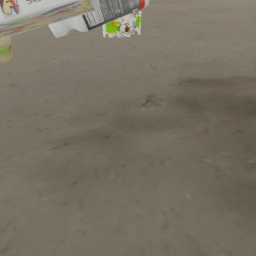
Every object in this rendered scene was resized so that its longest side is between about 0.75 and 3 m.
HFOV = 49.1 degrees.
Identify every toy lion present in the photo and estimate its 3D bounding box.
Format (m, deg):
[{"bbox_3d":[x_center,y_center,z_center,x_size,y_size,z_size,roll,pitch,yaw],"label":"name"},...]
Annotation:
[{"bbox_3d":[-4.141,-2.458,6.536,2.480,2.587,0.888,-11,-9,-21],"label":"toy lion"}]

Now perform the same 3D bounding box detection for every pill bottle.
[{"bbox_3d":[-0.922,-3.530,7.449,2.695,1.561,1.561,-21,34,2],"label":"pill bottle"}]

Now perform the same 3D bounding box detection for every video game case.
[{"bbox_3d":[-1.203,-1.054,2.779,1.858,0.234,2.041,-16,20,2],"label":"video game case"}]

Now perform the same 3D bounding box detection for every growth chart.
[{"bbox_3d":[-0.203,-3.340,9.124,1.335,0.966,0.118,-1,54,5],"label":"growth chart"}]
